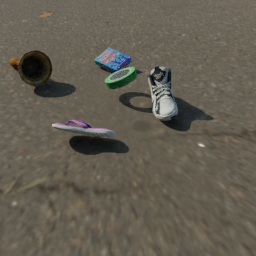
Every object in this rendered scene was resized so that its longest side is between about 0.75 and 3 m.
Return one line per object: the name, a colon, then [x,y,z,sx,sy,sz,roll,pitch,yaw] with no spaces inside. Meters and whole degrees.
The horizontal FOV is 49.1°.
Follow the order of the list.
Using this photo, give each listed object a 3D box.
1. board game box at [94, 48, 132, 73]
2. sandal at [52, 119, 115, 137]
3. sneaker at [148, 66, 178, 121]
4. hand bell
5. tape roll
board game box: [-0.605,-2.694,11.228,1.198,0.269,0.911,30,64,27]
sandal: [-1.180,-0.035,7.619,1.692,0.416,0.689,9,-7,-3]
sneaker: [1.016,-1.210,8.597,0.782,1.275,1.960,-10,39,15]
hand bell: [-4.035,-2.444,10.782,1.264,1.264,2.428,-28,33,-32]
tape roll: [-0.227,-1.663,9.296,1.090,0.262,1.090,-20,27,11]
